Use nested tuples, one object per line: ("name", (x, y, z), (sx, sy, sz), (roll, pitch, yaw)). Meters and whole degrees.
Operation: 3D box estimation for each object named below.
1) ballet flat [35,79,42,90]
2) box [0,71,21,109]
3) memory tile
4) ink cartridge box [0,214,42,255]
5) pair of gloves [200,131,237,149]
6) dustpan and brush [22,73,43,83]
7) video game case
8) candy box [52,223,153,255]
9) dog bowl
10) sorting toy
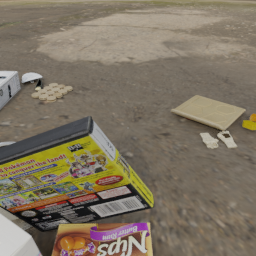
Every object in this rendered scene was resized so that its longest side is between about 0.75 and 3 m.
("ballet flat", (-3.973, -1.897, 12.414), (0.315, 0.269, 0.947), (-6, 31, -11))
("box", (-5.559, -1.411, 11.045), (1.612, 0.831, 2.764), (1, 31, 2))
("memory tile", (-3.201, -1.529, 11.939), (1.202, 0.132, 1.568), (13, 33, 21))
("ink cartridge box", (-1.904, 2.122, 4.701), (0.880, 1.215, 0.510), (19, 45, 29))
("pair of gloves", (2.805, 0.348, 8.748), (0.981, 0.172, 0.834), (-1, 31, -1))
("dustpan and brush", (-4.689, -2.397, 13.257), (0.923, 0.379, 1.323), (-23, 45, -29))
("video game case", (-1.144, 1.001, 4.790), (2.547, 2.302, 0.325), (-18, 44, 18))
("candy box", (-0.440, 2.310, 5.130), (1.790, 0.505, 1.044), (-1, 31, 1))
("dog bowl", (-2.427, 1.173, 5.742), (1.965, 1.965, 0.576), (-17, 23, -26))
("sorting toy", (3.250, -0.405, 9.881), (2.900, 0.388, 2.161), (23, 34, 34))
